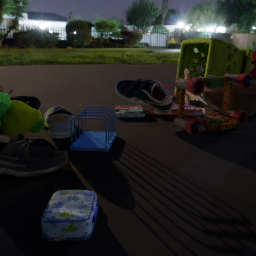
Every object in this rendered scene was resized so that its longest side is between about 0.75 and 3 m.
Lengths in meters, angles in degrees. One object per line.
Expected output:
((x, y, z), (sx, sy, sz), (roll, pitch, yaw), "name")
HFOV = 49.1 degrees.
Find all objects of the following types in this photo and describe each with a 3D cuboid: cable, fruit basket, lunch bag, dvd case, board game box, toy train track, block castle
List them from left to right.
((-3.503, -0.234, 7.605), (2.295, 1.656, 2.295), (39, -3, 3), "fruit basket")
((-4.464, -0.820, 10.577), (2.322, 0.590, 1.895), (7, 17, 21), "cable")
((-0.767, 1.177, 3.852), (0.692, 0.355, 0.861), (-1, 15, 0), "lunch bag")
((0.032, -0.664, 10.801), (1.117, 0.168, 1.530), (-1, 15, -3), "dvd case")
((2.032, -0.724, 10.903), (2.384, 0.232, 1.227), (2, 17, 8), "board game box")
((2.396, -1.258, 10.876), (0.471, 1.660, 2.895), (-15, 33, -9), "toy train track")
((2.621, -0.745, 8.342), (2.473, 1.653, 1.160), (-10, 20, -30), "block castle")

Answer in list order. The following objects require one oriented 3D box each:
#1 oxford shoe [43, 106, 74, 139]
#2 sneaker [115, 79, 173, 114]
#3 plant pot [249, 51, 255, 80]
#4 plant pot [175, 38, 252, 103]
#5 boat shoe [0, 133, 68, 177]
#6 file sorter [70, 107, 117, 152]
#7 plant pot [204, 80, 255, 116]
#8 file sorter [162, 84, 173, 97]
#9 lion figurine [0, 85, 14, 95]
((-2.118, -0.333, 8.583), (0.965, 0.741, 2.567), (-8, 15, -16), "oxford shoe")
((0.584, -1.393, 10.286), (2.331, 0.925, 0.914), (23, 62, 17), "sneaker")
((6.716, -2.508, 13.666), (2.273, 2.273, 2.070), (-5, 23, -16), "plant pot")
((4.087, -2.651, 13.329), (2.551, 2.811, 2.797), (3, 14, -19), "plant pot")
((-2.189, 0.515, 5.538), (1.959, 0.718, 0.730), (-2, 16, -8), "boat shoe")
((-0.866, -0.014, 7.243), (0.942, 0.833, 1.358), (1, 16, 7), "file sorter")
((4.081, -1.155, 10.550), (2.645, 1.221, 2.645), (1, 15, 0), "plant pot")
((1.774, -1.830, 14.069), (0.716, 0.646, 1.030), (7, 17, 23), "file sorter")
((-6.460, -1.640, 13.342), (1.926, 0.698, 1.179), (-1, 30, -25), "lion figurine")
